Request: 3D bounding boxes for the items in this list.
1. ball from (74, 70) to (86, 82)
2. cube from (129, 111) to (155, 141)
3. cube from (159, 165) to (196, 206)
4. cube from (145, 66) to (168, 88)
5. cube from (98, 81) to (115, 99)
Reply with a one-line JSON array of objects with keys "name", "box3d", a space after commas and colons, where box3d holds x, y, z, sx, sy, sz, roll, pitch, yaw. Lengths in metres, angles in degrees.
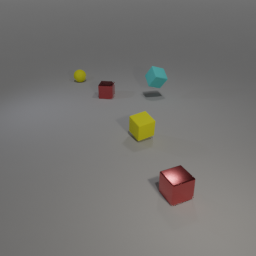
[{"name": "ball", "box3d": [-2.727, -2.959, 15.893, 0.700, 0.700, 0.700, 0, 29, 0]}, {"name": "cube", "box3d": [0.507, -0.078, 10.235, 0.700, 0.700, 0.700, -19, 44, -22]}, {"name": "cube", "box3d": [1.314, 1.547, 7.591, 0.700, 0.700, 0.700, -13, 31, -21]}, {"name": "cube", "box3d": [1.347, -2.422, 13.402, 0.700, 0.700, 0.700, 5, 54, -30]}, {"name": "cube", "box3d": [-1.051, -1.892, 13.916, 0.700, 0.700, 0.700, 4, 29, 7]}]
